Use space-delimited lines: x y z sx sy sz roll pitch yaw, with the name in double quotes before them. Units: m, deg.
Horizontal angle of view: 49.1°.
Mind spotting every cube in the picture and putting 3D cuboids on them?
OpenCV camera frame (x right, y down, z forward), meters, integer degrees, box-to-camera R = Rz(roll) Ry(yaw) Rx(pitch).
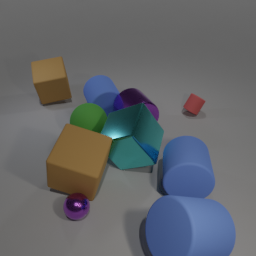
"cube" -3.458 -2.157 12.702 1.400 1.400 1.400 -13 56 -8
"cube" 0.115 0.297 8.869 1.400 1.400 1.400 -14 40 34
"cube" -1.376 0.978 7.972 1.400 1.400 1.400 18 49 1

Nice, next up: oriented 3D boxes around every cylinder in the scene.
"cylinder" -1.066 -1.313 11.911 1.400 1.400 1.400 -11 42 -17
"cylinder" 2.858 -1.033 12.076 0.700 0.700 0.700 27 15 -8
"cylinder" 1.716 1.163 8.147 1.400 1.400 1.400 4 31 5
"cylinder" 0.306 -0.677 11.065 1.400 1.400 1.400 -13 35 -19
"cylinder" 1.335 2.219 6.078 1.400 1.400 1.400 15 21 -35

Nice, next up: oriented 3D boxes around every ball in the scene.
"ball" -1.364 2.075 7.443 0.700 0.700 0.700 0 33 0
"ball" -1.450 -0.226 10.393 1.400 1.400 1.400 0 33 0
